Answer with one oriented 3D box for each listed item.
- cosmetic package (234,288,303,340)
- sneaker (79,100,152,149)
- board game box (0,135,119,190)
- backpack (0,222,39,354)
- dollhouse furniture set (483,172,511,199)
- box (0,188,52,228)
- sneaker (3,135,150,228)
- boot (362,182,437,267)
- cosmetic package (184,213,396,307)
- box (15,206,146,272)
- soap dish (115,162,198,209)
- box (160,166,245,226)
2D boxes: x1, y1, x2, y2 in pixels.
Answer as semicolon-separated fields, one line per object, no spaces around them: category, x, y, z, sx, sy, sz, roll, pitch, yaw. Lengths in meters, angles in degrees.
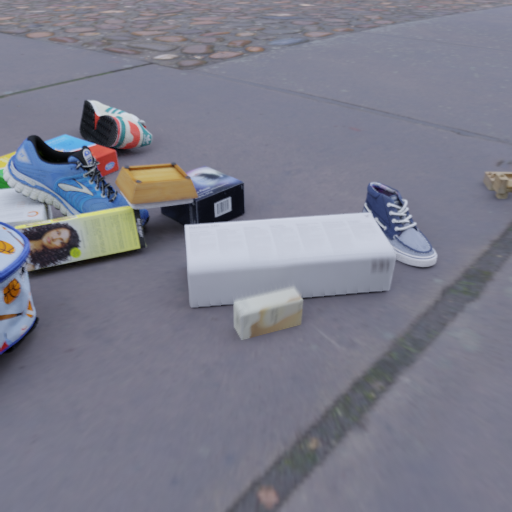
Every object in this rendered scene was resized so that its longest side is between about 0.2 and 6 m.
cosmetic package;0.164;0.792;7.705;0.909;0.478;0.323;-13;36;-17
sneaker;-3.462;-3.151;13.824;1.226;0.924;2.623;4;19;-37
board game box;-4.421;-1.874;11.948;1.775;0.468;2.320;21;38;29
backpack;-4.394;0.279;6.876;3.074;2.486;3.227;17;32;7
dollhouse furniture set;5.436;-1.678;10.993;1.339;1.148;1.408;2;32;3
box;-4.060;-0.619;9.751;0.857;0.672;1.378;-8;32;-13
sneaker;-2.979;-1.225;9.678;2.531;1.129;0.994;27;21;-16
boot;2.397;-0.568;9.524;0.666;0.827;1.831;-15;35;-23
cosmetic package;0.455;0.033;8.601;3.029;0.767;1.250;-4;36;-6
box;-2.842;-0.309;9.155;1.955;0.736;0.490;-14;14;-20
soap dish;-1.689;-1.209;9.484;1.173;0.477;0.923;-9;33;-27
box;-1.022;-1.084;10.469;1.164;0.717;1.154;-28;40;-37
